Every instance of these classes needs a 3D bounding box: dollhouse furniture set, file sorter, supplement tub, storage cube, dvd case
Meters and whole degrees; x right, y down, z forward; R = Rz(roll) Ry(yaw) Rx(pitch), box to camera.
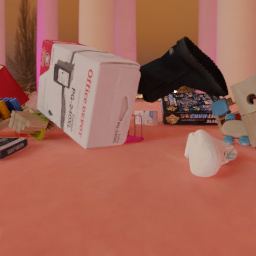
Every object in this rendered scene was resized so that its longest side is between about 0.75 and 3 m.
[{"bbox_3d":[3.285,-0.216,7.716,1.714,1.704,2.432,-6,-15,-36],"label":"dollhouse furniture set"},{"bbox_3d":[-0.255,-0.036,8.138,0.838,0.756,1.205,-7,10,-42],"label":"file sorter"},{"bbox_3d":[-5.312,-1.151,14.424,2.016,1.459,1.459,4,8,26],"label":"supplement tub"},{"bbox_3d":[-6.033,-1.603,12.602,1.808,1.901,2.115,22,60,44],"label":"storage cube"},{"bbox_3d":[-3.536,0.445,6.231,2.091,0.259,1.572,-1,7,-1],"label":"dvd case"}]

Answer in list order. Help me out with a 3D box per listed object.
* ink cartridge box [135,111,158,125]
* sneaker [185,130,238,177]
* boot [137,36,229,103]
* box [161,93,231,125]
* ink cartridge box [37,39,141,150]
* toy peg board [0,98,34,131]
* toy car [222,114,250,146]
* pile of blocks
[{"bbox_3d":[0.784,-0.459,12.290,1.058,0.614,0.359,7,9,44],"label":"ink cartridge box"},{"bbox_3d":[1.522,0.429,4.911,0.851,0.724,1.923,13,7,6],"label":"sneaker"},{"bbox_3d":[1.432,-1.304,7.975,2.389,0.912,2.007,30,-42,-35],"label":"boot"},{"bbox_3d":[2.968,-0.956,12.997,2.830,0.708,2.852,-1,23,4],"label":"box"},{"bbox_3d":[-1.226,-1.023,7.543,1.232,2.147,2.956,-6,26,-40],"label":"ink cartridge box"},{"bbox_3d":[-4.206,-0.510,8.560,1.871,0.915,1.863,7,35,46],"label":"toy peg board"},{"bbox_3d":[2.966,0.154,7.548,0.767,0.799,0.867,3,-22,26],"label":"toy car"},{"bbox_3d":[-2.595,-0.045,8.576,1.101,0.833,2.681,23,12,5],"label":"pile of blocks"}]
